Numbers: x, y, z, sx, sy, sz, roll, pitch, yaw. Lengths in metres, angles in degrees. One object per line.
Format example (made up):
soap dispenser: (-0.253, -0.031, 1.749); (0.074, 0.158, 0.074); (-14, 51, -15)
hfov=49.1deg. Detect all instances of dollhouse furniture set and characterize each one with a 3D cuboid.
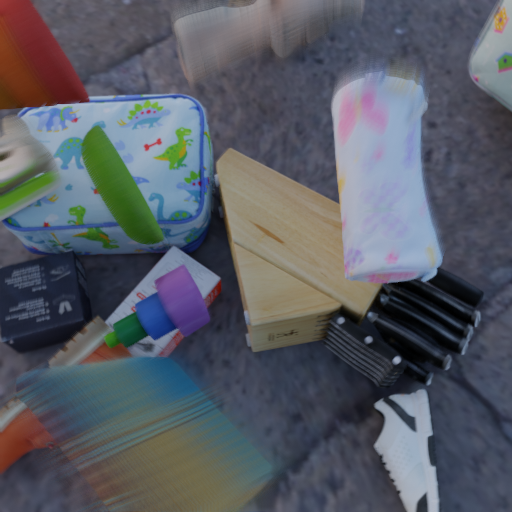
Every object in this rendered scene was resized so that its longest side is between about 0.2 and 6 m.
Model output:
dollhouse furniture set: (0.252, -4.603, 10.497); (1.477, 1.204, 1.405); (32, 88, -10)

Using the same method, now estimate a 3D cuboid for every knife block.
knife block: (1.279, 0.059, 7.770); (3.204, 1.168, 3.649); (-11, 64, -6)

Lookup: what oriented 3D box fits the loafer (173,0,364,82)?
loafer: (0.178, -3.413, 8.661); (3.103, 1.115, 0.975); (-3, 99, 25)

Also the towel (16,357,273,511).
towel: (-0.913, 1.802, 5.542); (2.013, 2.745, 0.298); (43, 96, 16)

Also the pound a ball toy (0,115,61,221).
pound a ball toy: (-3.348, -1.099, 7.046); (1.725, 1.125, 0.733); (-29, 66, 7)

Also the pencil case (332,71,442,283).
pencil case: (1.501, -0.859, 6.577); (1.092, 1.001, 2.407); (-3, 80, 4)

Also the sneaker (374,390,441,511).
sneaker: (1.854, 2.602, 6.881); (0.741, 0.683, 1.853); (-6, 59, 13)

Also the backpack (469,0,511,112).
backpack: (5.113, -3.036, 7.876); (2.688, 3.082, 3.507); (-23, 58, -34)

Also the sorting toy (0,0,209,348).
sorting toy: (-2.214, -0.777, 6.540); (1.521, 1.531, 4.415); (-29, 97, -4)

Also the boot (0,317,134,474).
boot: (-2.435, 2.073, 6.933); (2.471, 0.927, 1.325); (-43, 98, -3)

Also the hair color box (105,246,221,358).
hair color box: (-1.301, 0.749, 7.795); (0.881, 0.508, 1.588); (34, 67, 14)

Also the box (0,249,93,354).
box: (-2.921, 0.635, 7.765); (1.087, 0.649, 1.106); (-14, 64, -7)

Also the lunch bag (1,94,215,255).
lunch bag: (-2.102, -1.233, 8.335); (2.955, 1.218, 2.375); (-3, 68, -1)
